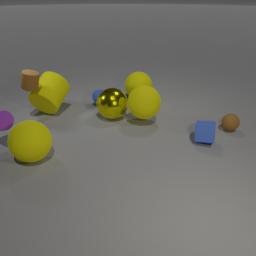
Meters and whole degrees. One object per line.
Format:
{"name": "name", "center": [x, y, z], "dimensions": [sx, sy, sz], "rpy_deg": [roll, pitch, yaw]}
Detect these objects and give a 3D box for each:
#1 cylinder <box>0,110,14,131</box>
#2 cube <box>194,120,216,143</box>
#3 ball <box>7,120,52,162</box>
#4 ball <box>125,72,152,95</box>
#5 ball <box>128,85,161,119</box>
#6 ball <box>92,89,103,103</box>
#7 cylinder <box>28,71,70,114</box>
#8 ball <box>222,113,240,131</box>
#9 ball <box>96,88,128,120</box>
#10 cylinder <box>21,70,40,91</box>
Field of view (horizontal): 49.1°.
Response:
{"name": "cylinder", "center": [-4.476, -0.250, 9.825], "dimensions": [0.700, 0.700, 0.700], "rpy_deg": [-26, 16, -40]}
{"name": "cube", "center": [2.887, 0.128, 10.465], "dimensions": [0.700, 0.700, 0.700], "rpy_deg": [4, 13, 19]}
{"name": "ball", "center": [-3.258, 0.443, 9.335], "dimensions": [1.400, 1.400, 1.400], "rpy_deg": [0, 27, 0]}
{"name": "ball", "center": [0.541, -2.176, 14.388], "dimensions": [1.400, 1.400, 1.400], "rpy_deg": [0, 27, 0]}
{"name": "ball", "center": [0.680, -1.078, 11.760], "dimensions": [1.400, 1.400, 1.400], "rpy_deg": [0, 27, 0]}
{"name": "ball", "center": [-1.400, -1.537, 13.715], "dimensions": [0.700, 0.700, 0.700], "rpy_deg": [0, 27, 0]}
{"name": "cylinder", "center": [-3.578, -1.598, 12.767], "dimensions": [1.400, 1.400, 1.400], "rpy_deg": [10, 57, 18]}
{"name": "ball", "center": [4.170, -0.241, 11.382], "dimensions": [0.700, 0.700, 0.700], "rpy_deg": [0, 27, 0]}
{"name": "ball", "center": [-0.694, -1.071, 12.357], "dimensions": [1.400, 1.400, 1.400], "rpy_deg": [0, 27, 0]}
{"name": "cylinder", "center": [-4.036, -1.964, 11.562], "dimensions": [0.700, 0.700, 0.700], "rpy_deg": [12, 27, -6]}
